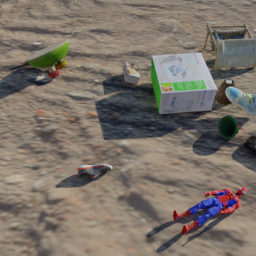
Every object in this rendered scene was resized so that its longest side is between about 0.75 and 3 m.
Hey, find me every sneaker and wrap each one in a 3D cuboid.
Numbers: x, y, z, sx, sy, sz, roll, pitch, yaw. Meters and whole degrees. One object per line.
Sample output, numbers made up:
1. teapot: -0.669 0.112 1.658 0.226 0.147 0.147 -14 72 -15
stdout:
1. sneaker: -1.183 1.586 10.040 1.249 0.481 0.512 -4 74 -8
2. sneaker: 5.073 -1.293 11.820 1.739 1.135 0.692 35 73 -3

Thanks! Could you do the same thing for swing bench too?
1. swing bench: 5.662 -4.495 15.378 2.394 1.562 2.407 -4 44 -7

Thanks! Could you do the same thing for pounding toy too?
1. pounding toy: -4.062 -3.497 14.809 2.275 1.367 2.947 -39 29 -25

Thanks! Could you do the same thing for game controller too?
1. game controller: 5.400 0.907 10.676 1.804 0.380 0.941 34 53 29

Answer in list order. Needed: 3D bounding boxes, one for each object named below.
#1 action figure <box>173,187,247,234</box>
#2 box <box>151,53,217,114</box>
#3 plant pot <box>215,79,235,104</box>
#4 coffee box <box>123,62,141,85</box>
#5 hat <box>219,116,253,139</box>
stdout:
1. action figure: 2.752 2.471 8.927 2.641 0.682 0.864 -17 44 -21
2. box: 2.456 -2.095 12.976 2.449 1.342 2.775 -4 48 -2
3. plant pot: 4.568 -1.751 12.979 0.907 0.970 0.907 0 44 0
4. coffee box: 0.172 -2.792 14.280 0.674 0.470 1.179 11 41 -20
5. hat: 4.426 0.035 11.474 0.968 0.910 1.099 0 62 -30
